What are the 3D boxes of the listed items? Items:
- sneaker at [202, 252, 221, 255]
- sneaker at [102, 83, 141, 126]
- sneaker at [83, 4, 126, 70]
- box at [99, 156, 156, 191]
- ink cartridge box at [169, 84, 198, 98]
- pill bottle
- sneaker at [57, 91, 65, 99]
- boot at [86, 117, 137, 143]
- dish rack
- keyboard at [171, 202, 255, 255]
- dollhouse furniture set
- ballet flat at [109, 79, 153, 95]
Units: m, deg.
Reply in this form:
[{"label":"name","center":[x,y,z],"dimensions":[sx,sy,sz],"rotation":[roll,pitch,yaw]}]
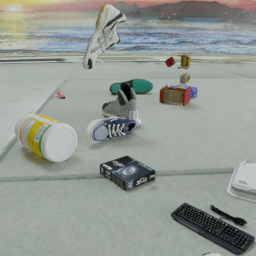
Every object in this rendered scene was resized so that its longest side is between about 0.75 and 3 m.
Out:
[{"label":"sneaker","center":[0.628,2.142,3.058],"dimensions":[2.239,0.868,0.892],"rotation":[-13,31,-34]},{"label":"sneaker","center":[-0.272,-1.110,11.385],"dimensions":[1.009,1.553,2.689],"rotation":[-10,22,-28]},{"label":"sneaker","center":[-0.776,-2.867,9.233],"dimensions":[0.966,2.204,0.834],"rotation":[21,14,-16]},{"label":"box","center":[-0.028,1.087,6.965],"dimensions":[0.919,0.250,1.147],"rotation":[-14,23,-34]},{"label":"ink cartridge box","center":[3.146,-2.032,15.653],"dimensions":[1.043,0.584,1.529],"rotation":[-9,22,-23]},{"label":"pill bottle","center":[-2.490,0.218,8.209],"dimensions":[1.966,1.109,1.109],"rotation":[17,25,40]},{"label":"sneaker","center":[-3.708,-1.844,15.395],"dimensions":[0.310,0.365,0.841],"rotation":[-13,24,-34]},{"label":"boot","center":[-0.499,0.014,9.323],"dimensions":[0.918,0.739,2.032],"rotation":[4,18,27]},{"label":"dish rack","center":[3.140,1.203,6.498],"dimensions":[1.406,0.357,1.638],"rotation":[11,23,27]},{"label":"keyboard","center":[1.625,1.739,5.229],"dimensions":[0.927,0.150,1.458],"rotation":[-18,26,-41]},{"label":"dollhouse furniture set","center":[2.399,-2.455,13.883],"dimensions":[1.370,2.546,1.036],"rotation":[11,26,25]},{"label":"ballet flat","center":[0.164,-2.426,16.455],"dimensions":[2.557,0.870,0.875],"rotation":[-3,6,-9]}]
